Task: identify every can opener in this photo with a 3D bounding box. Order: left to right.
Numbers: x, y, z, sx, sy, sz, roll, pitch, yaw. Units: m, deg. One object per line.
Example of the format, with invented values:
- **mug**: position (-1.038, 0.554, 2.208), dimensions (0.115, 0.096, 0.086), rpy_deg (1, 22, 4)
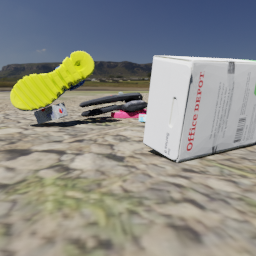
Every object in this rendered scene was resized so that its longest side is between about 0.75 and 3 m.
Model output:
- **can opener**: position (-0.598, -0.989, 11.337), dimensions (2.777, 0.880, 1.092), rpy_deg (-6, -1, -18)

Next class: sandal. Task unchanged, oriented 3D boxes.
- **sandal**: position (-2.389, -1.388, 9.141), dimensions (2.862, 1.137, 1.246), rpy_deg (-27, 1, -10)

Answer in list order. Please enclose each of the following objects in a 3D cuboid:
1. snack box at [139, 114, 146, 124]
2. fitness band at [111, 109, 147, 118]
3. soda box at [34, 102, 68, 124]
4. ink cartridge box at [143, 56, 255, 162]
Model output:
- **snack box**: position (0.913, -0.160, 8.130), dimensions (0.711, 0.227, 1.224), rpy_deg (5, -6, 32)
- **fitness band**: position (0.065, -0.620, 11.792), dimensions (1.583, 0.296, 1.137), rpy_deg (-2, 10, -3)
- **soda box**: position (-2.582, -0.477, 9.300), dimensions (1.380, 0.471, 0.438), rpy_deg (-8, 12, 46)
- **ink cartridge box**: position (1.663, -0.504, 5.773), dimensions (2.538, 1.852, 1.067), rpy_deg (-7, 21, -35)
